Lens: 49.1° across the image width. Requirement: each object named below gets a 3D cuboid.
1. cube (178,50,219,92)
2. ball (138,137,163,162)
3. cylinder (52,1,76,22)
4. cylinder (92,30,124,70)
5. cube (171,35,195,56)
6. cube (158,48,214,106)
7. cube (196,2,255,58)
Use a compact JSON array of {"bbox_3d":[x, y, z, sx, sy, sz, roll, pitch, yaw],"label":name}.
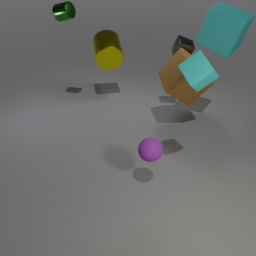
[{"bbox_3d":[1.888,-1.512,7.495,0.700,0.700,0.700,11,48,-61],"label":"cube"},{"bbox_3d":[0.630,0.615,7.927,0.700,0.700,0.700,0,30,0],"label":"ball"},{"bbox_3d":[-2.676,-4.879,11.743,0.700,0.700,0.700,2,27,28],"label":"cylinder"},{"bbox_3d":[-0.987,-3.825,13.759,1.400,1.400,1.400,-5,55,-9],"label":"cylinder"},{"bbox_3d":[2.326,-3.376,11.886,0.700,0.700,0.700,16,44,-15],"label":"cube"},{"bbox_3d":[2.296,-2.036,11.267,1.400,1.400,1.400,24,37,-31],"label":"cube"},{"bbox_3d":[3.702,-3.774,10.716,1.400,1.400,1.400,33,44,17],"label":"cube"}]
